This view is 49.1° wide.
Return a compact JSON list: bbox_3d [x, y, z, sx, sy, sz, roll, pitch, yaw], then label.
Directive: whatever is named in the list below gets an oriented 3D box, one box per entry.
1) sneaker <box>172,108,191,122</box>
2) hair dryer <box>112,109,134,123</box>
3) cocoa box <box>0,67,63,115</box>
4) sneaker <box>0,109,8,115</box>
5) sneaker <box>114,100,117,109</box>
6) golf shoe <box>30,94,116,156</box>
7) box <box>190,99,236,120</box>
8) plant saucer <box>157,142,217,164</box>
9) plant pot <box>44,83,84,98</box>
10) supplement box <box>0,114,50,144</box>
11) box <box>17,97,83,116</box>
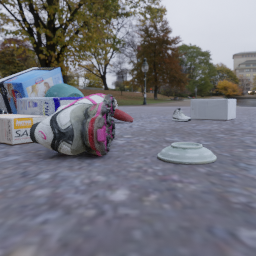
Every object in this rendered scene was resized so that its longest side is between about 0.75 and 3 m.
[{"bbox_3d":[2.376,-0.590,12.485,0.384,0.585,1.016,-4,7,-39],"label":"sneaker"},{"bbox_3d":[-0.433,-0.571,11.809,1.537,0.418,1.171,21,3,27],"label":"hair dryer"},{"bbox_3d":[-4.503,-1.669,13.217,1.823,1.853,2.778,4,26,23],"label":"cocoa box"},{"bbox_3d":[-4.272,-0.206,7.841,1.888,0.733,0.815,-3,3,-33],"label":"sneaker"},{"bbox_3d":[-1.344,-0.930,12.963,1.735,0.782,0.650,-18,54,-13],"label":"sneaker"},{"bbox_3d":[-0.898,-0.161,5.527,1.324,1.044,2.876,0,5,2],"label":"golf shoe"},{"bbox_3d":[4.268,-0.947,14.029,1.871,0.995,1.425,4,7,36],"label":"box"},{"bbox_3d":[0.909,0.363,4.362,0.901,0.226,0.901,0,5,0],"label":"plant saucer"},{"bbox_3d":[-2.691,-1.095,12.562,1.716,1.716,1.377,-4,13,-38],"label":"plant pot"},{"bbox_3d":[-2.638,-0.005,6.381,1.537,0.565,0.969,4,7,37],"label":"supplement box"},{"bbox_3d":[-1.722,-0.333,7.568,1.901,0.998,1.749,5,8,38],"label":"box"}]
